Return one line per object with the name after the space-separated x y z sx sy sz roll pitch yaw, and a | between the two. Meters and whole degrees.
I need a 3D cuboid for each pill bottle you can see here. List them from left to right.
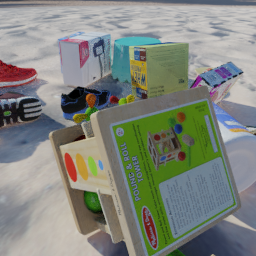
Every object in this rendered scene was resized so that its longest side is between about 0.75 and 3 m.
1.687 0.176 6.296 1.444 1.444 2.577 -6 30 -12 | pill bottle

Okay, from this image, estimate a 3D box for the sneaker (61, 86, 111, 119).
-1.311 -1.013 9.163 0.730 0.811 2.083 19 34 32 | sneaker

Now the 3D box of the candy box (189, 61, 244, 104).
2.610 -1.209 8.845 2.038 1.390 0.622 -28 67 -39 | candy box

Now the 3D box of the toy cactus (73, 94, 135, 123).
-0.171 -0.218 7.543 2.093 1.297 2.536 19 24 13 | toy cactus

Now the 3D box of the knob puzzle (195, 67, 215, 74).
3.623 -2.429 12.426 1.517 0.210 1.517 0 29 0 | knob puzzle

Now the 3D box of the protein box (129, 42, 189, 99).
1.103 -2.060 9.959 1.747 1.760 1.188 -14 23 -24 | protein box

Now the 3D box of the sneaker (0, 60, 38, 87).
-4.881 -2.430 11.100 2.536 1.465 0.994 -24 37 -37 | sneaker

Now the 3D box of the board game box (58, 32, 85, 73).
-2.556 -3.587 13.187 0.370 1.528 2.020 9 30 16 | board game box

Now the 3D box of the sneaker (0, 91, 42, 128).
-4.047 -0.576 8.418 2.566 0.971 1.482 -7 22 -34 | sneaker

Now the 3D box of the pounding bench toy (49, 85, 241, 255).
0.218 1.121 4.418 1.792 2.885 2.250 -17 1 -31 | pounding bench toy

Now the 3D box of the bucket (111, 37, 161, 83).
0.405 -3.001 12.119 2.342 1.524 2.342 1 28 -1 | bucket

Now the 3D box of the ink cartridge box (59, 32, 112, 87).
-1.659 -2.918 11.688 1.021 1.753 2.422 12 30 22 | ink cartridge box

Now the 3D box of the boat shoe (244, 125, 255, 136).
3.627 0.201 7.362 1.225 0.458 0.419 -1 32 17 | boat shoe
